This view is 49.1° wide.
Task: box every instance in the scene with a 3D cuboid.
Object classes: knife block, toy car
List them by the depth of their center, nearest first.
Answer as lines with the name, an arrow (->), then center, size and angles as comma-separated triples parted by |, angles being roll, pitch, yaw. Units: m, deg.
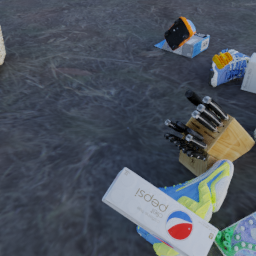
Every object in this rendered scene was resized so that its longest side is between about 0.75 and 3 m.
knife block -> 2.092, -0.065, 6.601 | 2.774, 2.435, 0.888 | -24, 46, -27
toy car -> 2.368, -2.714, 9.473 | 0.856, 1.262, 2.574 | -29, 70, -26

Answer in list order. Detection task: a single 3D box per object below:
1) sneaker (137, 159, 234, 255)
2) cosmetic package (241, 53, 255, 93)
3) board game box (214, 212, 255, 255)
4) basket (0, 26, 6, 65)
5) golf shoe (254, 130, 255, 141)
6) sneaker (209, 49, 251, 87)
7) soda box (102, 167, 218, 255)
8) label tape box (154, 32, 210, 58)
sneaker -> 1.178, 1.416, 5.898 | 1.434, 1.034, 2.729 | 23, 46, 27
cosmetic package -> 5.241, -1.669, 9.578 | 2.298, 1.165, 0.819 | 20, 44, 24
board game box -> 3.010, 2.314, 5.004 | 2.109, 0.273, 2.109 | -25, 44, -8
basket -> -6.222, -3.531, 10.739 | 2.658, 2.137, 2.634 | -13, 27, -14
golf shoe -> 4.600, -0.451, 7.904 | 1.146, 1.423, 2.928 | 33, 51, 31
sneaker -> 3.828, -2.262, 10.441 | 1.010, 0.992, 2.621 | 24, 46, 32
soda box -> 0.479, 1.385, 4.467 | 1.764, 0.562, 0.601 | 34, 70, 1
label tape box -> 2.458, -3.986, 12.828 | 2.034, 0.672, 1.457 | 29, 48, 29
